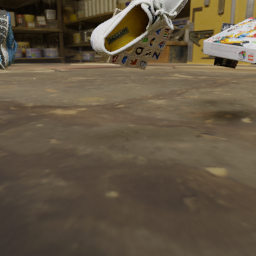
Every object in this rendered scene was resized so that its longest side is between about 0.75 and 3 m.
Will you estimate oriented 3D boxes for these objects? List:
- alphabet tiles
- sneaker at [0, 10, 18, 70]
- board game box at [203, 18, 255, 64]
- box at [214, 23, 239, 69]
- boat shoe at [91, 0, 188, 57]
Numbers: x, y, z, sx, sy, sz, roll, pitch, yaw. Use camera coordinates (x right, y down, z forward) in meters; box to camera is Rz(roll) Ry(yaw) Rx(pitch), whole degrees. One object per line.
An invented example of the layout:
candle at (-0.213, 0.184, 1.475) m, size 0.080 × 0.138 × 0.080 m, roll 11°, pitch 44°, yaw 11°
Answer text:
alphabet tiles at (0.303, -2.430, 7.551) m, size 2.060 × 1.714 × 0.065 m, roll 0°, pitch 37°, yaw -40°
sneaker at (-3.440, -2.461, 7.813) m, size 0.617 × 1.574 × 0.708 m, roll 19°, pitch 29°, yaw 9°
board game box at (2.840, -2.057, 6.402) m, size 1.979 × 0.342 × 1.249 m, roll -32°, pitch 39°, yaw -29°
box at (3.138, -2.504, 8.657) m, size 0.745 × 0.859 × 1.406 m, roll 13°, pitch -5°, yaw 14°
boat shoe at (0.308, -1.725, 4.233) m, size 1.912 × 0.706 × 0.815 m, roll -35°, pitch 28°, yaw -5°
